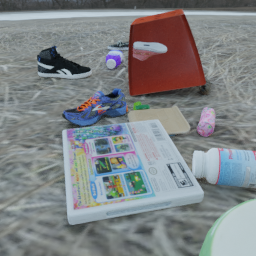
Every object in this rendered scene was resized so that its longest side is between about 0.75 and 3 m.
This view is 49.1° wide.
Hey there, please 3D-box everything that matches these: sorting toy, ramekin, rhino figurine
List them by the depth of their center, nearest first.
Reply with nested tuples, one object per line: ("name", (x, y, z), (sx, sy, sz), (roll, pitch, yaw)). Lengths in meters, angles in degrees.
("ramekin", (2.031, 2.093, 2.989), (2.911, 1.422, 2.911), (0, 28, 0))
("sorting toy", (0.834, -0.323, 8.791), (1.621, 0.323, 2.193), (-8, 32, -5))
("rhino figurine", (3.140, -1.726, 11.299), (0.579, 0.396, 1.324), (48, 33, -5))

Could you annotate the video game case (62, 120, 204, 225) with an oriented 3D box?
("video game case", (-0.110, 0.768, 6.478), (2.662, 0.346, 2.924), (-7, 34, -11))

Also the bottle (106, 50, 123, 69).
("bottle", (-0.750, -3.578, 14.640), (0.816, 0.638, 1.953), (5, 28, 4))

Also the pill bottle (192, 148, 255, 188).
("pill bottle", (2.155, 0.846, 6.056), (1.446, 0.786, 0.786), (5, 28, 7))

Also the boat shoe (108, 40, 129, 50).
("boat shoe", (-0.478, -5.374, 18.134), (1.681, 0.574, 0.621), (1, 28, 1))

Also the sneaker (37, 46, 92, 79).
("sneaker", (-2.955, -3.045, 12.797), (2.518, 1.408, 0.920), (1, 28, 1))

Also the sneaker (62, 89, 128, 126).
("sneaker", (-1.045, -0.730, 8.943), (2.300, 0.902, 0.867), (-20, 33, -33))

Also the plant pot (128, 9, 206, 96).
("plant pot", (1.404, -3.175, 11.251), (2.916, 2.570, 2.914), (-7, 27, 12))

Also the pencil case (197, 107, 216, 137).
("pencil case", (2.357, -0.207, 8.382), (0.502, 0.502, 1.148), (9, 31, 17))

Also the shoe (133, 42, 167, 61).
("shoe", (0.719, -2.549, 9.397), (1.126, 0.512, 0.402), (7, 52, 1))
